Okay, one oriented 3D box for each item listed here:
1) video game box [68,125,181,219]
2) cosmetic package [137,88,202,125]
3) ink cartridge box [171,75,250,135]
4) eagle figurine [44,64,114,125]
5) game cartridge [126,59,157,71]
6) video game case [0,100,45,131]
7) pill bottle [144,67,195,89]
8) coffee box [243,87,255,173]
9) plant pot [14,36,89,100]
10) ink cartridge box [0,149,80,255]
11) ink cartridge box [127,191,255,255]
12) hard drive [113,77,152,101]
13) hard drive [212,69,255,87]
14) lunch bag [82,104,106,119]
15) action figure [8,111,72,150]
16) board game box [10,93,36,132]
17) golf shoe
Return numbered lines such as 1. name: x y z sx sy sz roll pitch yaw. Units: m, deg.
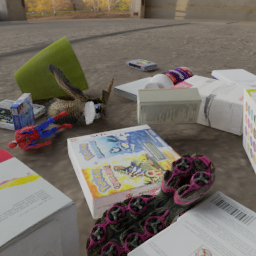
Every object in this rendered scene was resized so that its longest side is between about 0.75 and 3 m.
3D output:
1. video game box: -0.063 0.942 7.636 2.663 0.684 2.924 -13 29 -18
2. cosmetic package: 1.350 -0.739 9.550 2.045 1.059 0.748 -2 46 -3
3. ink cartridge box: 3.365 -0.987 10.808 2.951 1.221 2.162 20 33 35
4. eagle figurine: -2.007 -1.071 10.476 2.557 1.929 1.940 14 69 -3
5. game cartridge: 0.895 -4.036 17.871 1.236 0.380 1.858 -16 31 -36
6. video game case: -4.656 -0.565 11.087 2.161 0.252 1.964 10 28 18
7. pill bottle: 1.853 -1.807 12.287 1.369 1.369 2.435 24 35 39
8. coffee box: 4.351 -0.006 7.594 1.990 1.987 1.968 -5 23 13
9. plant pot: -3.540 -2.362 12.633 2.733 2.558 2.558 -26 32 -9
10. ink cartridge box: -2.185 1.773 4.791 2.355 1.711 1.704 22 34 37
11. ink cartridge box: 1.767 2.297 4.127 2.419 0.607 2.787 -21 33 -34
12. hard drive: 0.756 -1.952 13.736 2.517 0.331 1.660 -23 35 -39
13. hard drive: 5.971 -2.500 14.749 1.961 0.377 2.973 -4 27 -9
14. lunch bag: -1.340 -0.738 11.281 0.822 0.388 1.026 9 29 14
15. action figure: -2.639 0.093 9.018 1.180 0.778 2.385 -5 19 41
16. board game box: -3.536 -0.371 9.535 0.278 1.281 1.275 0 27 0
17. golf shoe: 0.575 1.794 5.562 2.944 1.355 1.069 -32 52 -14
